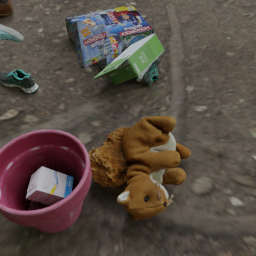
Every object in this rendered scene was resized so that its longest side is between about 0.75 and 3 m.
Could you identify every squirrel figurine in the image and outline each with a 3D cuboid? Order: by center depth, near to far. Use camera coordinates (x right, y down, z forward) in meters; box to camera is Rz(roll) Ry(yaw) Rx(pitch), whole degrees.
[{"bbox_3d":[0.177,1.023,6.740,2.370,1.677,2.212,5,59,23],"label":"squirrel figurine"}]

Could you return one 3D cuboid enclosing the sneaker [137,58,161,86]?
[{"bbox_3d":[0.850,-1.934,9.813,0.604,0.514,1.325,35,60,7],"label":"sneaker"}]

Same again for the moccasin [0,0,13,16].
[{"bbox_3d":[-6.534,-5.244,12.307,2.758,1.064,1.009,-16,65,-18],"label":"moccasin"}]

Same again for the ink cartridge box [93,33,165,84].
[{"bbox_3d":[0.066,-2.147,9.368,1.237,0.706,2.382,-9,32,49],"label":"ink cartridge box"}]

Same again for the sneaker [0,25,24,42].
[{"bbox_3d":[-3.615,-2.475,7.472,1.523,0.624,0.563,13,6,-30],"label":"sneaker"}]

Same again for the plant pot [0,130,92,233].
[{"bbox_3d":[-1.737,1.320,6.080,1.992,1.783,1.992,0,49,0],"label":"plant pot"}]

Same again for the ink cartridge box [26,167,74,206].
[{"bbox_3d":[-1.767,1.349,6.354,0.815,0.600,0.590,27,46,-30],"label":"ink cartridge box"}]

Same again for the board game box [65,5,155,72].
[{"bbox_3d":[-0.603,-3.436,10.741,2.884,0.890,2.882,-17,53,-14],"label":"board game box"}]

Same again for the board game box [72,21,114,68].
[{"bbox_3d":[-0.881,-2.131,6.799,1.031,1.030,0.318,-32,25,-26],"label":"board game box"}]

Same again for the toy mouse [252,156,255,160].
[{"bbox_3d":[4.850,1.289,6.906,2.359,0.514,2.654,-23,50,-18],"label":"toy mouse"}]

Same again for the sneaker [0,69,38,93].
[{"bbox_3d":[-3.729,-1.720,9.405,1.517,0.692,0.589,17,51,15],"label":"sneaker"}]
